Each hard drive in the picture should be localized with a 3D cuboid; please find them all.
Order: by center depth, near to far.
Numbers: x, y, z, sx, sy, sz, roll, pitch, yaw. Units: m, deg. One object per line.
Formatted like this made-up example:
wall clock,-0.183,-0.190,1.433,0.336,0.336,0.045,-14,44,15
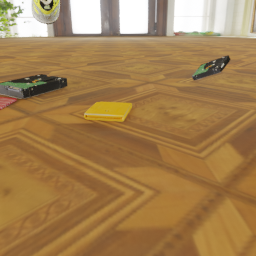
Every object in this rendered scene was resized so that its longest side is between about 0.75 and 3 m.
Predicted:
hard drive,2.213,-1.596,7.497,0.907,0.172,0.633,-10,32,52
hard drive,-3.714,-1.665,10.978,1.571,0.425,2.249,13,24,29

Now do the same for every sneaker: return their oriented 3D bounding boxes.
sneaker,-1.626,-3.182,5.656,0.749,1.986,0.759,-6,1,-22

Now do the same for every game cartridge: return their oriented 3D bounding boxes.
game cartridge,-0.554,-0.521,8.431,1.173,0.216,1.330,4,20,10

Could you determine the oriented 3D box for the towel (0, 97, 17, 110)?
towel,-4.279,-0.814,9.256,0.773,0.120,1.069,5,24,7
